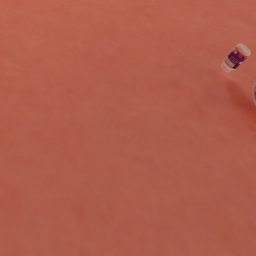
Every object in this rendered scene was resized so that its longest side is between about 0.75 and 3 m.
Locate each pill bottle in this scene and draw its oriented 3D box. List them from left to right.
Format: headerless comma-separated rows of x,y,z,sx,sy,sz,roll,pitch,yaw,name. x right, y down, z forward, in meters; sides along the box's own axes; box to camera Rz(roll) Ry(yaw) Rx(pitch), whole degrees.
3.563,-2.305,9.336,0.525,0.933,0.525,17,49,-20,pill bottle

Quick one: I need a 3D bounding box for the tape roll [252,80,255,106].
3.920,-1.042,8.291,0.266,0.805,0.805,-5,43,11,tape roll
